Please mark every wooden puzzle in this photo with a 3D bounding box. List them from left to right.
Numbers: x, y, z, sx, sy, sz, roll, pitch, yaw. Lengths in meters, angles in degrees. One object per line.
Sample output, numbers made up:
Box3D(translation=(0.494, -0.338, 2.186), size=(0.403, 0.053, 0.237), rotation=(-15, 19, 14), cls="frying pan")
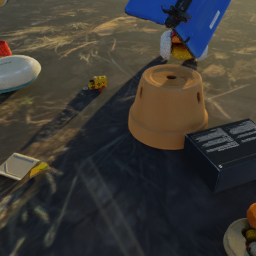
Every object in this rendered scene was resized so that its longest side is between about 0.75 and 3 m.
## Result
Box3D(translation=(-2.861, 1.012, 7.260), size=(1.387, 0.162, 0.936), rotation=(18, 35, 22), cls="wooden puzzle")

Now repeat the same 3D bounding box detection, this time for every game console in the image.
Box3D(translation=(1.785, -4.196, 9.417), size=(1.743, 2.515, 2.946), rotation=(15, 71, 51), cls="game console")

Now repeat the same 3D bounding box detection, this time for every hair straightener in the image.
Box3D(translation=(1.399, -3.329, 7.955), size=(1.048, 0.403, 0.214), rotation=(16, 61, -24), cls="hair straightener")

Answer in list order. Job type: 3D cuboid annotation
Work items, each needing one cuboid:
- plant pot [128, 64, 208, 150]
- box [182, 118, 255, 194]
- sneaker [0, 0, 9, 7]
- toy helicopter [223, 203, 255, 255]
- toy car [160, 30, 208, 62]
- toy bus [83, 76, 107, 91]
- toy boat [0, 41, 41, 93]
Box3D(translation=(1.222, -0.784, 8.381), size=(2.453, 1.717, 2.453), rotation=(-1, 35, 0), cls="plant pot")
Box3D(translation=(2.698, 0.636, 7.185), size=(2.095, 0.826, 1.479), rotation=(-13, 35, -17), cls="box")
Box3D(translation=(-3.416, -3.542, 7.065), size=(2.007, 0.759, 0.880), rotation=(31, 35, 32), cls="sneaker")
Box3D(translation=(2.673, 2.476, 4.688), size=(2.284, 0.901, 1.510), rotation=(33, 45, 27), cls="toy helicopter")
Box3D(translation=(2.591, -4.214, 12.978), size=(2.124, 1.820, 2.427), rotation=(3, 36, 6), cls="toy car")
Box3D(translation=(-1.216, -1.774, 10.817), size=(0.789, 0.432, 0.836), rotation=(17, 39, 22), cls="toy bus")
Box3D(translation=(-4.669, -2.287, 11.031), size=(2.334, 1.290, 2.776), rotation=(-17, 47, -15), cls="toy boat")
